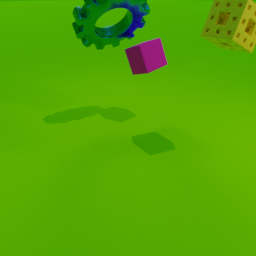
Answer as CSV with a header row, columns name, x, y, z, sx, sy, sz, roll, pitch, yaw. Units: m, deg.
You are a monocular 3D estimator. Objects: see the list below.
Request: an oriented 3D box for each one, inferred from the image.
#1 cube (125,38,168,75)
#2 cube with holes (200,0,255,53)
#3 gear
name,x,y,z,sx,sy,sz,roll,pitch,yaw
cube,0.534,-2.102,8.283,0.804,0.804,0.804,-29,20,-26
cube with holes,2.147,-2.088,5.712,0.789,0.789,0.789,11,13,-40
gear,-0.445,-2.934,7.500,2.060,2.060,0.381,-14,71,-25
